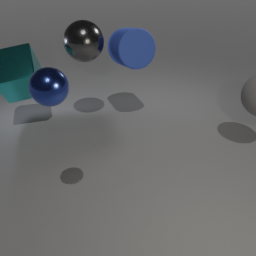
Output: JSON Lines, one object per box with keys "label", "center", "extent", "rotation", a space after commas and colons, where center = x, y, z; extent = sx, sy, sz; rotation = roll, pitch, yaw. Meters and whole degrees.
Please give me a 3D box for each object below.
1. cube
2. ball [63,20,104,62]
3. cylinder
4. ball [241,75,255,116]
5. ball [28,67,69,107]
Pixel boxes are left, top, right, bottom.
{"label": "cube", "center": [-3.916, -1.927, 10.026], "extent": [1.400, 1.400, 1.400], "rotation": [-14, 70, -6]}
{"label": "ball", "center": [-1.528, -2.988, 9.676], "extent": [1.400, 1.400, 1.400], "rotation": [0, 30, 0]}
{"label": "cylinder", "center": [0.103, -2.945, 10.299], "extent": [1.400, 1.400, 1.400], "rotation": [-10, 22, -17]}
{"label": "ball", "center": [4.287, -1.028, 8.781], "extent": [1.400, 1.400, 1.400], "rotation": [0, 30, 0]}
{"label": "ball", "center": [-1.412, -0.734, 5.014], "extent": [0.700, 0.700, 0.700], "rotation": [0, 30, 0]}
